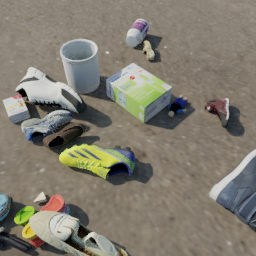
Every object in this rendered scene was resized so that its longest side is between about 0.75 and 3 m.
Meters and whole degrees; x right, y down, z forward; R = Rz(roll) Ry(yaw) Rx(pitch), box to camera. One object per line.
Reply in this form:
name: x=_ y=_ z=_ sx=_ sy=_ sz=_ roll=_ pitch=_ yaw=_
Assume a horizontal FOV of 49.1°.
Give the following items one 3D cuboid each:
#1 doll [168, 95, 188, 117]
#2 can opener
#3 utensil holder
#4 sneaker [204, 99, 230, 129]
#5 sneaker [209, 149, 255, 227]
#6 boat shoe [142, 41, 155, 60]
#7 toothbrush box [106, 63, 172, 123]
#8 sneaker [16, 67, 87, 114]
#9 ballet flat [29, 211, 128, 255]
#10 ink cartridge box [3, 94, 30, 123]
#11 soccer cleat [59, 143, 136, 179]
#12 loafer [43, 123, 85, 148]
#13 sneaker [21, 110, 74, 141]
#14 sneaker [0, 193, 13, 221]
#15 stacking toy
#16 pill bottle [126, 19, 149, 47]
doll: x=1.807 y=-0.774 z=10.202 sx=0.710 sy=0.252 sz=1.040 roll=30 pitch=56 yaw=23
can opener: x=-3.011 y=2.883 z=7.179 sx=1.166 sy=0.458 sz=0.370 roll=13 pitch=13 yaw=7
utensil holder: x=-1.736 y=-2.291 z=10.585 sx=1.356 sy=1.596 sz=1.356 roll=0 pitch=50 yaw=1
sneaker: x=3.122 y=-0.539 z=9.894 sx=0.841 sy=0.551 sz=1.457 roll=8 pitch=40 yaw=13
sneaker: x=3.664 y=1.638 z=7.690 sx=2.336 sy=0.888 sz=1.688 roll=-38 pitch=49 yaw=-16
boat shoe: x=0.827 y=-3.410 z=12.292 sx=0.376 sy=0.417 sz=1.157 roll=-11 pitch=57 yaw=-11
toothbrush box: x=0.384 y=-1.334 z=10.276 sx=1.447 sy=0.856 sz=1.987 roll=-36 pitch=58 yaw=-26
sneaker: x=-2.775 y=-1.107 z=10.124 sx=2.992 sy=1.103 sz=1.197 roll=27 pitch=70 yaw=25
ballet flat: x=-1.127 y=2.589 z=6.692 sx=2.583 sy=0.805 sz=0.871 roll=30 pitch=33 yaw=3
ink cartridge box: x=-3.990 y=-0.696 z=10.043 sx=0.682 sy=0.392 sz=0.939 roll=-23 pitch=54 yaw=-18
soccer cleat: x=-0.932 y=1.039 z=8.396 sx=2.338 sy=0.756 sz=0.978 roll=0 pitch=57 yaw=1
loafer: x=-2.022 y=0.316 z=9.072 sx=1.427 sy=0.521 sz=0.506 roll=-28 pitch=27 yaw=-10
sneaker: x=-2.633 y=-0.012 z=9.412 sx=1.755 sy=0.676 sz=0.748 roll=-20 pitch=63 yaw=-6
sneaker: x=-4.213 y=2.132 z=7.263 sx=2.246 sy=1.073 sz=0.891 roll=-12 pitch=51 yaw=-9
stacking toy: x=-2.296 y=2.438 z=7.559 sx=1.219 sy=0.569 sz=1.347 roll=11 pitch=43 yaw=43
pill bottle: x=0.416 y=-4.324 z=12.803 sx=0.770 sy=0.770 sz=1.372 roll=17 pitch=52 yaw=14
